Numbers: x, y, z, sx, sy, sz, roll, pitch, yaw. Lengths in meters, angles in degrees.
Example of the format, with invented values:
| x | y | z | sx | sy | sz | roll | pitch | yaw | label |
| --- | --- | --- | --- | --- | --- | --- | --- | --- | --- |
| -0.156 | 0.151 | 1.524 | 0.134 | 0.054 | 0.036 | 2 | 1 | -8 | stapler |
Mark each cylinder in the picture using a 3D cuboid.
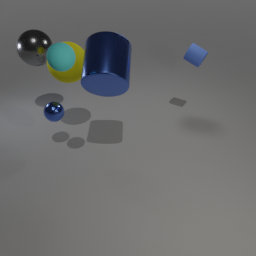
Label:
| x | y | z | sx | sy | sz | roll | pitch | yaw | label |
| --- | --- | --- | --- | --- | --- | --- | --- | --- | --- |
| -0.623 | -1.839 | 8.251 | 1.400 | 1.400 | 1.400 | 2 | 70 | 3 | cylinder |
| 2.678 | -2.873 | 11.088 | 0.700 | 0.700 | 0.700 | 34 | 40 | 8 | cylinder |

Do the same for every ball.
| x | y | z | sx | sy | sz | roll | pitch | yaw | label |
| --- | --- | --- | --- | --- | --- | --- | --- | --- | --- |
| -1.658 | -1.757 | 6.942 | 0.700 | 0.700 | 0.700 | 0 | 32 | 0 | ball |
| -3.649 | -3.148 | 11.041 | 1.400 | 1.400 | 1.400 | 0 | 32 | 0 | ball |
| -2.096 | -2.272 | 9.730 | 1.400 | 1.400 | 1.400 | 0 | 32 | 0 | ball |
| -2.541 | -0.560 | 9.627 | 0.700 | 0.700 | 0.700 | 0 | 32 | 0 | ball |
